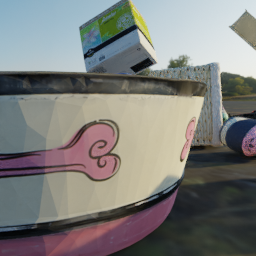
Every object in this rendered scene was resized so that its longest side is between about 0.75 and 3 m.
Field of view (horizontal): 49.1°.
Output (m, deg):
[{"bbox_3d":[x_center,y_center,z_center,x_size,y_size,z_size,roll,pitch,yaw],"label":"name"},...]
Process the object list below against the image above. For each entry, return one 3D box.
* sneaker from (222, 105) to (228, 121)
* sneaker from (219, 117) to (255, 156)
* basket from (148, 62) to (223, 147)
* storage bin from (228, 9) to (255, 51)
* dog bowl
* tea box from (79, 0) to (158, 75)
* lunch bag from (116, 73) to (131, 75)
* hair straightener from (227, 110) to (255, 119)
[{"bbox_3d":[3.268,-1.068,10.797,0.848,1.526,2.181,0,7,0],"label":"sneaker"},{"bbox_3d":[2.517,0.175,4.563,1.968,0.691,0.807,-6,21,-17],"label":"sneaker"},{"bbox_3d":[1.091,-0.432,5.678,1.254,1.559,1.545,-6,6,2],"label":"basket"},{"bbox_3d":[3.431,-2.547,7.561,1.226,0.574,1.217,44,29,7],"label":"storage bin"},{"bbox_3d":[-0.815,0.130,2.578,2.954,1.089,2.954,0,6,0],"label":"dog bowl"},{"bbox_3d":[-0.430,-3.394,11.384,2.483,2.443,1.659,-24,-28,21],"label":"tea box"},{"bbox_3d":[-0.709,-0.827,9.066,2.268,1.501,1.541,-3,-7,-4],"label":"lunch bag"},{"bbox_3d":[4.914,-0.528,10.971,2.035,0.416,0.783,-1,7,-6],"label":"hair straightener"}]
